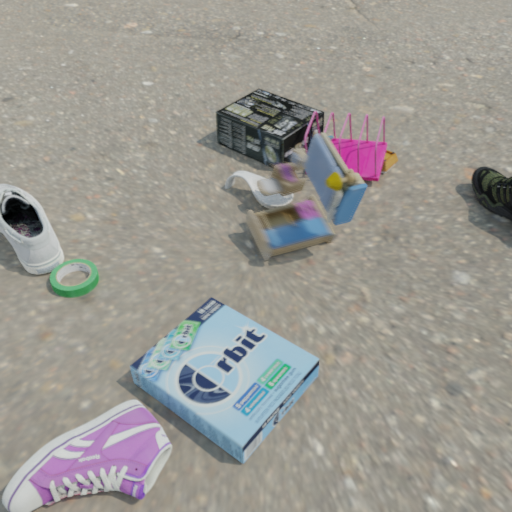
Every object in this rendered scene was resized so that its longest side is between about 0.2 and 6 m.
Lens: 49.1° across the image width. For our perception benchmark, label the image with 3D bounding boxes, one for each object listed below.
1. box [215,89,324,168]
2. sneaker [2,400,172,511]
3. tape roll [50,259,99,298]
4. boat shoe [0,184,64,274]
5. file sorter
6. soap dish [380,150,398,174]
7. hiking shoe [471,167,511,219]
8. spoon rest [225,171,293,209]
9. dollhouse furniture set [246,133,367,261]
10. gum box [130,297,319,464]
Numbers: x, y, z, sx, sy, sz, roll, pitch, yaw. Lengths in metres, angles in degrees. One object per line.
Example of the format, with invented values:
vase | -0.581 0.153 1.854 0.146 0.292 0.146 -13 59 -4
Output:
box | 0.343 -3.157 13.825 2.096 0.903 1.716 28 49 28
sneaker | -2.071 2.822 7.226 2.104 0.763 1.200 -30 53 -30
tape roll | -3.350 0.408 10.340 0.854 0.205 0.854 0 42 0
boat shoe | -4.721 -0.796 11.083 1.059 1.008 2.941 -20 45 -21
file sorter | 2.034 -2.561 12.743 1.692 1.061 1.176 9 56 18
soap dish | 2.885 -2.315 13.317 0.806 0.327 0.634 27 48 29
hiking shoe | 5.467 -1.335 11.501 0.949 1.261 2.505 -16 44 -17
spoon rest | 0.046 -1.467 12.241 1.640 0.497 0.815 23 46 25
dollhouse furniture set | 0.695 -1.357 10.438 1.467 2.248 2.123 -15 63 -20
gum box | -0.470 1.771 8.573 2.210 0.492 1.877 27 48 27
